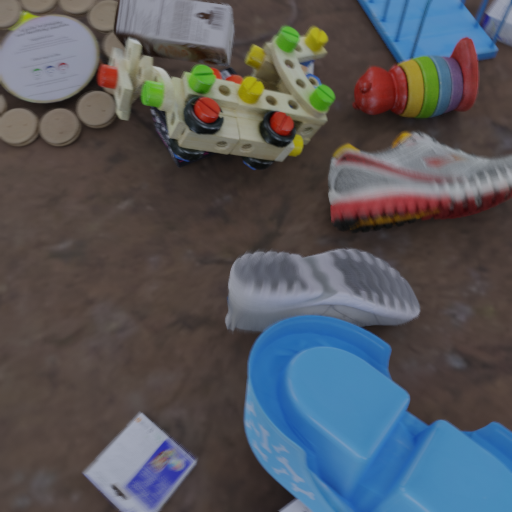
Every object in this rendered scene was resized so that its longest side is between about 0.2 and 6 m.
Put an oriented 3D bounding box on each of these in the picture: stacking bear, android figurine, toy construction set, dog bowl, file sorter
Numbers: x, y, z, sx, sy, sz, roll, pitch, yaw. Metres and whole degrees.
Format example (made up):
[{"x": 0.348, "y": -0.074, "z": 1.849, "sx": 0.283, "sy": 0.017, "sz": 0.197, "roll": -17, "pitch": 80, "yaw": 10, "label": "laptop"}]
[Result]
[{"x": 2.631, "y": -2.888, "z": 9.579, "sx": 1.954, "sy": 1.187, "sz": 1.111, "roll": -9, "pitch": 80, "yaw": -5, "label": "stacking bear"}, {"x": -4.640, "y": -4.686, "z": 11.230, "sx": 0.780, "sy": 0.160, "sz": 0.710, "roll": 15, "pitch": 60, "yaw": 7, "label": "android figurine"}, {"x": -0.464, "y": -2.555, "z": 8.656, "sx": 3.784, "sy": 1.743, "sz": 2.481, "roll": -4, "pitch": 66, "yaw": -15, "label": "toy construction set"}, {"x": 1.463, "y": 2.224, "z": 6.152, "sx": 3.809, "sy": 0.944, "sz": 2.123, "roll": 36, "pitch": 39, "yaw": 19, "label": "dog bowl"}, {"x": 3.301, "y": -5.127, "z": 10.565, "sx": 1.899, "sy": 1.679, "sz": 2.737, "roll": -14, "pitch": 60, "yaw": -9, "label": "file sorter"}]

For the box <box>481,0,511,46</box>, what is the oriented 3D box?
[{"x": 4.970, "y": -4.608, "z": 11.009, "sx": 0.835, "sy": 0.438, "sz": 0.768, "roll": 30, "pitch": 62, "yaw": 16, "label": "box"}]

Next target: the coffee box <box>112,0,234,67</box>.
[{"x": -1.269, "y": -3.591, "z": 8.917, "sx": 1.730, "sy": 0.989, "sz": 0.690, "roll": 8, "pitch": 92, "yaw": 2, "label": "coffee box"}]

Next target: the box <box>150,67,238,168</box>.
[{"x": -0.862, "y": -2.313, "z": 9.340, "sx": 1.528, "sy": 0.877, "sz": 1.010, "roll": -24, "pitch": 57, "yaw": -14, "label": "box"}]

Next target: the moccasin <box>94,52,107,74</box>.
[{"x": -3.628, "y": -3.733, "z": 10.334, "sx": 1.967, "sy": 0.719, "sz": 0.759, "roll": 26, "pitch": 76, "yaw": 11, "label": "moccasin"}]

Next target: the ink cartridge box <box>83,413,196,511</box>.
[{"x": -1.381, "y": 2.557, "z": 6.723, "sx": 0.942, "sy": 0.224, "sz": 0.953, "roll": 37, "pitch": 64, "yaw": 15, "label": "ink cartridge box"}]

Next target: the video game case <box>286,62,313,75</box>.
[{"x": 0.586, "y": -3.416, "z": 10.470, "sx": 0.932, "sy": 0.117, "sz": 1.024, "roll": 4, "pitch": 59, "yaw": 3, "label": "video game case"}]

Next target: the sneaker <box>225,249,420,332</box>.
[{"x": 0.864, "y": 0.586, "z": 7.555, "sx": 2.774, "sy": 1.137, "sz": 1.036, "roll": 7, "pitch": 45, "yaw": -18, "label": "sneaker"}]

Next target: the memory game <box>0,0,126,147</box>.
[{"x": -3.689, "y": -3.442, "z": 9.937, "sx": 3.386, "sy": 0.216, "sz": 3.386, "roll": 0, "pitch": 75, "yaw": 0, "label": "memory game"}]

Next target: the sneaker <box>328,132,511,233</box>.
[{"x": 2.662, "y": -1.274, "z": 8.265, "sx": 3.284, "sy": 1.278, "sz": 1.349, "roll": -7, "pitch": 78, "yaw": -6, "label": "sneaker"}]

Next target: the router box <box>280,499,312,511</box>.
[{"x": 0.347, "y": 3.999, "z": 5.626, "sx": 2.503, "sy": 0.611, "sz": 2.246, "roll": -31, "pitch": 63, "yaw": -17, "label": "router box"}]
